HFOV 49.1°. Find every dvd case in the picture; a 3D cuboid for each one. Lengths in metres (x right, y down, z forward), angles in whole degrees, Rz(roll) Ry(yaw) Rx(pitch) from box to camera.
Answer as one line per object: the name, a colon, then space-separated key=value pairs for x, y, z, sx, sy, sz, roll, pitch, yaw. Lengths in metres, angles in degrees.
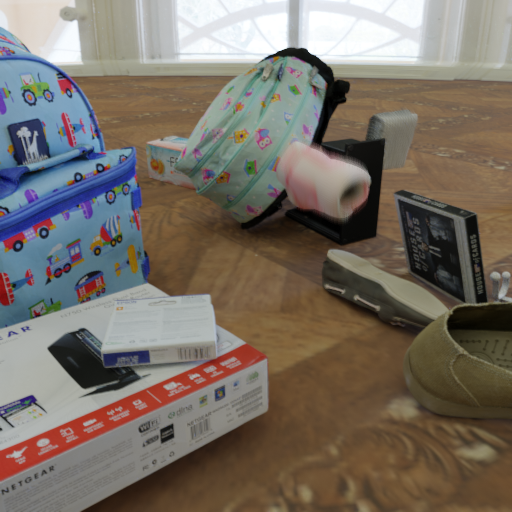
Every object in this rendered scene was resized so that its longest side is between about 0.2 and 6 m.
dvd case: x=2.721 y=-0.138 z=8.391 sx=0.240 sy=1.458 sz=1.940 roll=-19 pitch=20 yaw=-10

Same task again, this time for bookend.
bookend: x=1.486 y=-1.487 z=11.059 sx=0.901 sy=1.956 sz=1.944 roll=-14 pitch=28 yaw=-28

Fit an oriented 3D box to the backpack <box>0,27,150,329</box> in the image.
backpack: x=-3.380 y=-0.984 z=7.446 sx=2.685 sy=3.991 sz=3.643 roll=14 pitch=27 yaw=29

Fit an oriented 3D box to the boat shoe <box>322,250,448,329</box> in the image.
boat shoe: x=1.831 y=0.611 z=8.220 sx=0.759 sy=0.647 sz=2.269 roll=-3 pitch=25 yaw=-39

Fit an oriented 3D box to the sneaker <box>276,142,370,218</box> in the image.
sneaker: x=1.212 y=-1.044 z=9.043 sx=1.261 sy=0.908 sz=2.412 roll=30 pitch=4 yaw=17

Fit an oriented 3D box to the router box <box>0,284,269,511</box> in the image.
router box: x=-1.677 y=1.309 z=5.740 sx=2.730 sy=0.667 sz=2.451 roll=-18 pitch=27 yaw=-36

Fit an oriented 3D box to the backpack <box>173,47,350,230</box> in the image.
backpack: x=0.001 y=-2.330 z=11.303 sx=2.309 sy=3.044 sz=3.648 roll=32 pitch=49 yaw=-11

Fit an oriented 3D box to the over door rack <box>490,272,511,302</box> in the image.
over door rack: x=3.796 y=0.808 z=7.539 sx=1.526 sy=0.688 sz=2.065 roll=17 pitch=30 yaw=35

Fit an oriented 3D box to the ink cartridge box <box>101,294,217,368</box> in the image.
ink cartridge box: x=-0.983 y=0.757 z=5.844 sx=1.113 sy=0.226 sz=1.116 roll=-4 pitch=22 yaw=-5

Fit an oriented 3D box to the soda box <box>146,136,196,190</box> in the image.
soda box: x=-1.340 y=-2.234 z=13.901 sx=3.047 sy=0.969 sz=1.042 roll=19 pitch=31 yaw=34

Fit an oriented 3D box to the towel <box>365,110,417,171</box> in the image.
towel: x=2.628 y=-2.294 z=11.134 sx=0.943 sy=1.139 sz=0.487 roll=-14 pitch=38 yaw=-28

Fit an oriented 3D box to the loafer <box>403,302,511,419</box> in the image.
loafer: x=3.378 y=1.087 z=5.897 sx=3.487 sy=1.176 sz=1.326 roll=-6 pitch=54 yaw=4
